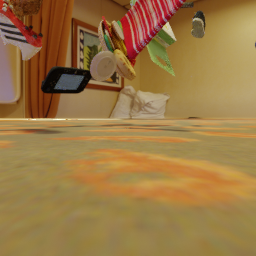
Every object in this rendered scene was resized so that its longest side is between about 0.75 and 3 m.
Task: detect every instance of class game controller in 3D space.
[{"bbox_3d":[-2.048,-1.622,9.615,1.057,0.427,2.026,-43,-16,28],"label":"game controller"}]

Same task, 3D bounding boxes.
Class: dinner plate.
[{"bbox_3d":[-0.802,-2.096,9.584,1.090,1.090,0.132,-2,30,-44],"label":"dinner plate"}]

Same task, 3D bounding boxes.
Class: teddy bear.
[{"bbox_3d":[-2.174,-3.722,6.479,0.912,1.980,2.731,17,-6,-28],"label":"teddy bear"}]

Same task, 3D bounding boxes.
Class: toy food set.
[{"bbox_3d":[-0.362,-3.279,11.560,0.662,2.694,2.721,-22,15,20],"label":"toy food set"}]

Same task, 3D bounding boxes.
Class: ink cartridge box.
[{"bbox_3d":[1.156,-3.414,10.367,0.640,2.669,1.942,-30,-23,27],"label":"ink cartridge box"}]

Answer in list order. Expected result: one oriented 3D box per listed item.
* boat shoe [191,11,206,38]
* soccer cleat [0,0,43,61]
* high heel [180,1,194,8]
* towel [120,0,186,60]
[{"bbox_3d":[2.572,-3.693,10.095,0.523,0.418,1.384,17,-5,11],"label":"boat shoe"},{"bbox_3d":[-2.956,-2.504,6.831,0.825,1.936,0.664,-45,7,24],"label":"soccer cleat"},{"bbox_3d":[1.492,-4.049,8.329,0.757,1.062,0.379,19,59,41],"label":"high heel"},{"bbox_3d":[0.692,-3.307,7.557,0.294,1.891,2.615,17,-42,-33],"label":"towel"}]
